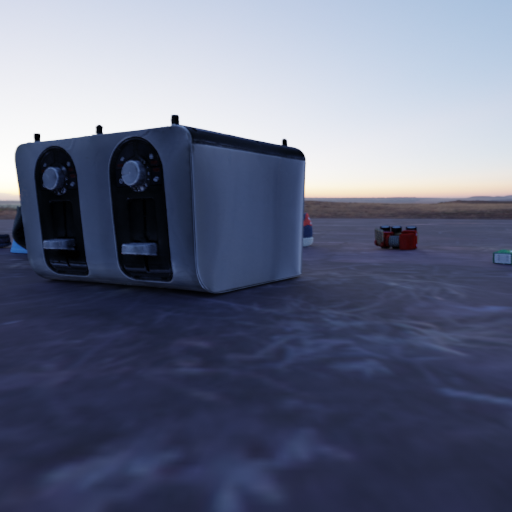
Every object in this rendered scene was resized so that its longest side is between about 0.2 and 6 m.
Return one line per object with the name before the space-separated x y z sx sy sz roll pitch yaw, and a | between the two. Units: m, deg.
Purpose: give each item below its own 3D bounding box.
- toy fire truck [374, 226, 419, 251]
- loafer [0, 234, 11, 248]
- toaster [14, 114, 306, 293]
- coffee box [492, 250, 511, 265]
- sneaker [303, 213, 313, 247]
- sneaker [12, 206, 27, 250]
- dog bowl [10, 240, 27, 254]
toy fire truck | 3.084 -0.404 12.627 0.947 0.692 1.076 4 17 30
loafer | -6.783 -0.484 12.919 2.102 0.662 0.756 -3 6 -31
toaster | -1.069 -0.632 7.457 2.884 1.893 3.190 3 6 32
coffee box | 4.552 0.035 9.433 0.955 0.210 0.587 4 8 38
sneaker | 0.284 -0.720 13.984 2.267 0.958 0.850 -1 5 -5
sneaker | -3.671 -0.539 9.768 1.445 1.061 3.193 -29 7 -40
dog bowl | -4.568 -0.655 13.240 2.179 0.969 3.910 -1 6 -19
